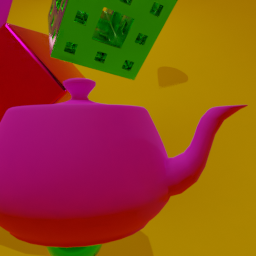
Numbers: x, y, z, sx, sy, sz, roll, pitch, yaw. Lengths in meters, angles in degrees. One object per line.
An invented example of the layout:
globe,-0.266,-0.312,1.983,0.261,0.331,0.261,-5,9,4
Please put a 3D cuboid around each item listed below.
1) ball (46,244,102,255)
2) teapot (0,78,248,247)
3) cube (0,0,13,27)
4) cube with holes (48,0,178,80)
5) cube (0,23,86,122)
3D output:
ball,-0.701,1.417,3.721,0.770,0.770,0.770,0,44,0
teapot,-0.170,0.104,1.251,1.320,0.647,0.821,-1,0,14
cube,-3.167,-3.088,5.837,1.275,1.275,1.275,6,38,-39
cube with holes,-0.301,-1.534,3.625,1.147,1.147,1.147,11,39,-27
cube,-1.716,-0.742,4.893,1.369,1.369,1.369,49,15,-2
